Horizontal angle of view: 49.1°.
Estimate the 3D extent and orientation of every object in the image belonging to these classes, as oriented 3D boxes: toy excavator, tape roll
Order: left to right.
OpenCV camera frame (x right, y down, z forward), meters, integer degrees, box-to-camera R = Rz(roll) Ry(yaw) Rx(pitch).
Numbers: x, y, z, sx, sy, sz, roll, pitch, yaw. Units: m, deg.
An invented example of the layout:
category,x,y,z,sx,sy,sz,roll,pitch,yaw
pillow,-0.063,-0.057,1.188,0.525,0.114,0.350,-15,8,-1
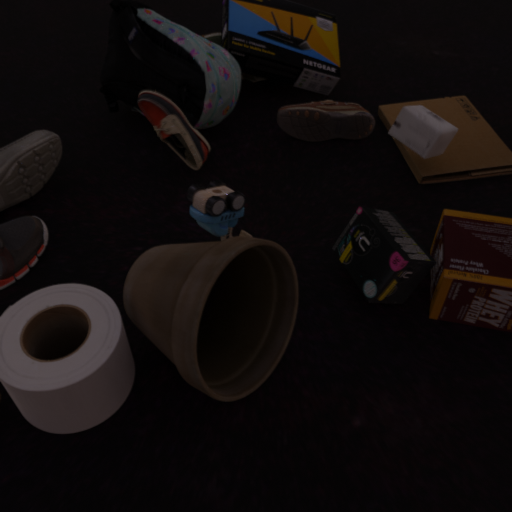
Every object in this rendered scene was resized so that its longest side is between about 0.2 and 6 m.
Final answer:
category,x,y,z,sx,sy,sz,roll,pitch,yaw
tape roll,-2.444,1.304,7.223,1.614,1.108,1.614,0,47,0
toy excavator,-0.478,-0.481,8.132,1.119,1.151,0.575,-18,39,-40

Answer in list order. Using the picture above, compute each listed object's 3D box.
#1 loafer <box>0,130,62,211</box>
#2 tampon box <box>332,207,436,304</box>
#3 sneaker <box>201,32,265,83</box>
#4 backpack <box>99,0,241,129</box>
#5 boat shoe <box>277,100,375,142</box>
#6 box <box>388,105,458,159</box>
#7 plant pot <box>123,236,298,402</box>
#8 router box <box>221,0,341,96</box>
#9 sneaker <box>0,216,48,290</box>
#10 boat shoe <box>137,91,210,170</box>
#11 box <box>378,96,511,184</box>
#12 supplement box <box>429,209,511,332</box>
category,x,y,z,sx,sy,sz,roll,pitch,yaw
loafer,-4.683,-1.244,9.627,1.096,1.098,3.140,29,53,15
tampon box,1.888,-0.007,8.436,0.756,0.898,1.198,5,40,-35
sneaker,-0.345,-4.419,12.635,2.439,0.818,1.095,-10,48,-23
backpack,-1.683,-3.656,11.198,2.709,2.261,1.715,34,41,20
boat shoe,1.379,-2.785,11.373,1.977,0.749,0.710,4,43,-9
box,2.997,-2.235,10.047,0.857,0.563,0.862,41,35,21
plant pot,-0.729,0.639,7.478,1.801,2.075,2.075,15,46,37
router box,0.527,-4.741,12.294,2.589,0.661,1.931,8,63,-19
sneaker,-4.383,0.009,8.458,1.004,1.066,2.604,34,55,27
boat shoe,-1.531,-2.278,10.223,0.599,1.684,0.527,-13,43,44
box,3.776,-2.389,11.256,2.004,0.261,2.451,-8,48,-7
supplement box,3.393,0.215,8.346,1.418,0.955,1.438,9,48,9
